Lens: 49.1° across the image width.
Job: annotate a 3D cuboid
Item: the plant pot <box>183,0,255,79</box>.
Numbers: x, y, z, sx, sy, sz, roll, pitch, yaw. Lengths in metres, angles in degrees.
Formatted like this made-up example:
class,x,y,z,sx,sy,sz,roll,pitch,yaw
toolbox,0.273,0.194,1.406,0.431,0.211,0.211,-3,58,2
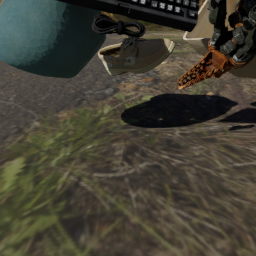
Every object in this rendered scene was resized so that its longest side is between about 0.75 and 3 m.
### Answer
class,x,y,z,sx,sy,sz,roll,pitch,yaw
plant pot,3.573,-2.670,7.546,2.273,2.568,2.565,37,-9,-38

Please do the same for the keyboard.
class,x,y,z,sx,sy,sz,roll,pitch,yaw
keyboard,-0.041,-2.432,5.013,2.794,1.678,0.358,9,-1,-10

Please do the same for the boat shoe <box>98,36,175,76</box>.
class,x,y,z,sx,sy,sz,roll,pitch,yaw
boat shoe,0.132,-2.350,8.747,2.900,0.942,1.046,3,53,49

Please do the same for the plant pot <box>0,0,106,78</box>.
class,x,y,z,sx,sy,sz,roll,pitch,yaw
plant pot,-1.634,-2.269,6.523,1.895,2.814,2.814,40,14,-19

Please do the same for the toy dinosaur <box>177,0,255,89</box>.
class,x,y,z,sx,sy,sz,roll,pitch,yaw
toy dinosaur,1.946,-1.575,4.762,1.374,1.826,2.690,21,69,17
